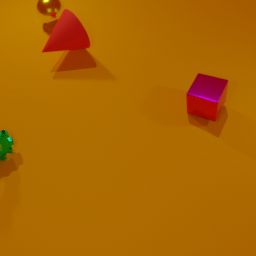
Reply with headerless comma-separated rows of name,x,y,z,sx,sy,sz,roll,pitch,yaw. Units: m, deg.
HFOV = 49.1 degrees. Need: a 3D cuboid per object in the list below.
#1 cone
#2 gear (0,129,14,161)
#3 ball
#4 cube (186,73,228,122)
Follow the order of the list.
cone,-1.999,-2.561,8.200,1.276,1.271,1.271,-39,67,-15
gear,-3.272,0.451,6.505,1.134,1.134,0.210,-27,54,-14
ball,-2.522,-3.821,9.092,0.916,0.916,0.916,0,60,0
cube,2.064,-0.804,7.338,0.811,0.811,0.811,20,62,25
